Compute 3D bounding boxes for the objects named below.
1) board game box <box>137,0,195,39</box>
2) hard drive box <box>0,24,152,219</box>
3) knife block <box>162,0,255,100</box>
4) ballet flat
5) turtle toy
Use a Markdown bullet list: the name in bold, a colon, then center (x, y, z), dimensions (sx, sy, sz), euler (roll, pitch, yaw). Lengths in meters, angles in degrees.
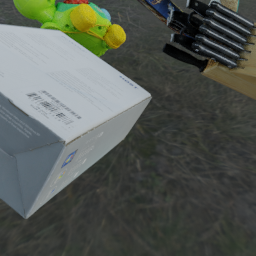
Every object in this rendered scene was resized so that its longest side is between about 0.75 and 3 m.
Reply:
- **board game box**: center (0.932, -3.684, 8.467), dimensions (2.674, 0.463, 1.812), euler (26, 21, -35)
- **hard drive box**: center (-1.179, -0.462, 4.100), dimensions (2.264, 1.116, 2.905), euler (36, 24, 9)
- **knife block**: center (1.970, -1.257, 5.177), dimensions (2.393, 2.726, 0.872), euler (27, 94, 41)
- **ballet flat**: center (2.134, -2.506, 6.758), dimensions (0.680, 2.083, 0.734), euler (-22, 52, -9)
- **turtle toy**: center (-1.468, -2.541, 6.857), dimensions (1.983, 2.721, 1.375), euler (-24, 65, 33)
